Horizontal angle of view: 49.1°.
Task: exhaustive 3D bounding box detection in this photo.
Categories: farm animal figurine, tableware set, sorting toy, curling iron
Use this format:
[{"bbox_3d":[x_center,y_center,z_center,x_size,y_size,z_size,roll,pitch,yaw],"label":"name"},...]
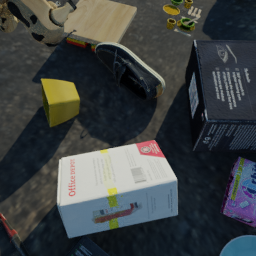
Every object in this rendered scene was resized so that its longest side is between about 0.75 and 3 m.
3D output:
[{"bbox_3d":[-2.737,-2.943,6.109,2.809,2.268,1.413,21,62,27],"label":"farm animal figurine"},{"bbox_3d":[1.460,-3.188,7.771,1.074,0.245,1.595,23,54,5],"label":"tableware set"},{"bbox_3d":[-1.012,-3.556,9.849,2.080,0.728,2.093,18,60,11],"label":"sorting toy"},{"bbox_3d":[-2.658,2.494,6.314,1.725,0.220,0.428,41,29,18],"label":"curling iron"}]

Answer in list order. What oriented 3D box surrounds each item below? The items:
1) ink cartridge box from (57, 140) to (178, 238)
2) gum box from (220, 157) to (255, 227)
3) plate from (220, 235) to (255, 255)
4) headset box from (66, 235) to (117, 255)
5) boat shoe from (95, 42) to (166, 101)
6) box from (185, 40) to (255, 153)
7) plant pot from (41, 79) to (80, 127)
[{"bbox_3d":[-0.278,1.269,6.284,2.367,0.987,1.718,-10,28,-6],"label":"ink cartridge box"},{"bbox_3d":[2.861,1.554,6.766,0.848,0.494,1.495,21,60,11],"label":"gum box"},{"bbox_3d":[2.728,3.176,5.922,1.705,0.218,1.705,0,57,0],"label":"plate"},{"bbox_3d":[-0.782,3.231,5.535,1.499,0.798,1.721,32,63,19],"label":"headset box"},{"bbox_3d":[-0.096,-1.747,8.585,2.670,0.996,0.831,40,60,16],"label":"boat shoe"},{"bbox_3d":[3.136,-0.856,7.604,2.788,1.637,2.742,2,58,1],"label":"box"},{"bbox_3d":[-1.910,-0.768,8.006,0.890,1.010,1.010,-12,58,-21],"label":"plant pot"}]
